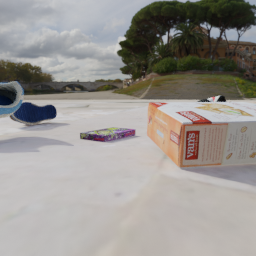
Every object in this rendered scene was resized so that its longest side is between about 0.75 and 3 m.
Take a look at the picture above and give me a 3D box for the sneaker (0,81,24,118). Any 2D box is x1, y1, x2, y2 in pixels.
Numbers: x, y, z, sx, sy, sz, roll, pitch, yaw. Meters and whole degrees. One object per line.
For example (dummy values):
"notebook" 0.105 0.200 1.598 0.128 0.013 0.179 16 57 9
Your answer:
"sneaker" -3.671 -0.563 6.171 2.886 1.037 1.046 -24 -18 -51

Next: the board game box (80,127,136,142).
"board game box" -0.458 0.142 6.737 0.743 0.200 1.238 0 6 36

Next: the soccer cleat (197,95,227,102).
"soccer cleat" 2.681 -0.581 9.897 0.959 0.894 2.621 -16 3 39

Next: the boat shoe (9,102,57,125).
"boat shoe" -3.282 -0.421 9.424 0.738 0.736 2.039 -11 -3 23

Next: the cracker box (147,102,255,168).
"cracker box" 1.738 0.005 4.821 2.498 0.720 1.673 -2 15 -12
